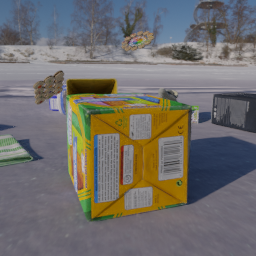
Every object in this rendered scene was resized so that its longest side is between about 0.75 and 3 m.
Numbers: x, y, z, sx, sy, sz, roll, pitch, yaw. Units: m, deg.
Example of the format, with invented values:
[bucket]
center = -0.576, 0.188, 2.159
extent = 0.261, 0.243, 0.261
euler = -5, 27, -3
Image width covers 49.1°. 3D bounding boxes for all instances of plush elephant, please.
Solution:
[plush elephant]
center = 1.654, -0.953, 12.131
extent = 1.764, 1.453, 1.366
euler = 6, 9, -22

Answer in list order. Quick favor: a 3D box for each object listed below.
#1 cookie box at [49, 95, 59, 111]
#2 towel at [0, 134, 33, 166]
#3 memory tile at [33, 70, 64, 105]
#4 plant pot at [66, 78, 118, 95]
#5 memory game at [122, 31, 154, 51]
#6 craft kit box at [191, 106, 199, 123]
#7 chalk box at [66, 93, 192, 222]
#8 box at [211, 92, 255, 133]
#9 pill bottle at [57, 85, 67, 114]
[cookie box]
center = -3.107, -1.459, 15.641
extent = 2.097, 0.788, 1.794
euler = 1, 13, 4
[towel]
center = -3.834, 0.614, 7.700
extent = 1.810, 0.278, 2.373
euler = -7, 14, -31
[memory tile]
center = -2.320, -1.171, 8.278
extent = 0.989, 0.108, 1.290
euler = -34, -9, -24
[plant pot]
center = -1.421, -0.874, 11.175
extent = 1.890, 1.890, 1.667
euler = -2, -1, -8
[memory game]
center = 0.422, -3.840, 12.278
extent = 1.531, 0.098, 1.531
euler = -13, 43, 12
[craft kit box]
center = 2.608, -0.604, 12.152
extent = 0.883, 0.217, 0.894
euler = 4, 51, 10
[chalk box]
center = -0.274, 0.260, 5.787
extent = 1.833, 1.845, 2.957
euler = -4, 12, -20
[box]
center = 4.816, -0.674, 11.105
extent = 1.749, 1.262, 2.356
euler = -8, 15, -33
[pill bottle]
center = -2.065, -1.397, 13.902
extent = 2.567, 1.460, 1.460
euler = 1, 13, 2
